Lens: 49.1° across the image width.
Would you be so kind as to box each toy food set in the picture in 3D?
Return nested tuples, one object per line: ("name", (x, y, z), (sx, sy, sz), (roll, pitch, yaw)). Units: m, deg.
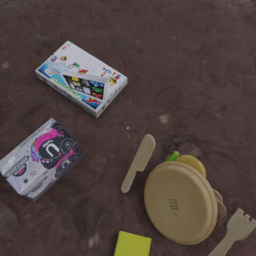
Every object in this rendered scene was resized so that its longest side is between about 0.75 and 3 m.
("toy food set", (1.076, 1.428, 5.603), (0.516, 1.776, 2.573), (-6, 39, -49))

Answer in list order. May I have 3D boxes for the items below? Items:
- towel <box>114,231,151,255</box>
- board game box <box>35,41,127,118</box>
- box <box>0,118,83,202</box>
("towel", (-0.028, 3.021, 5.572), (0.744, 0.156, 1.729), (19, 65, -11))
("board game box", (-1.227, -1.341, 7.435), (2.068, 0.358, 1.306), (34, 69, 14))
("box", (-1.876, 0.724, 6.177), (0.881, 1.015, 1.536), (41, 72, 16))
